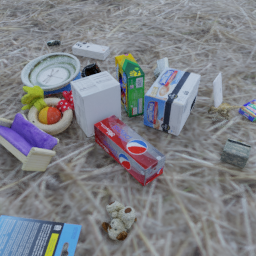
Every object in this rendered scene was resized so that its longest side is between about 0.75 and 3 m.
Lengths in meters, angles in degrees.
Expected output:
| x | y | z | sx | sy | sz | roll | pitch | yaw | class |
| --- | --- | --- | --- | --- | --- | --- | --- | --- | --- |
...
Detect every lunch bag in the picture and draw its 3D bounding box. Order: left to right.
| x | y | z | sx | sy | sz | roll | pitch | yaw | class |
| --- | --- | --- | --- | --- | --- | --- | --- | --- | --- |
| 4.093 | 0.835 | 10.522 | 0.913 | 0.655 | 1.114 | 20 | 41 | 20 | lunch bag |

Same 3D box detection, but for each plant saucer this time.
| x | y | z | sx | sy | sz | roll | pitch | yaw | class |
| --- | --- | --- | --- | --- | --- | --- | --- | --- | --- |
| -3.596 | -2.536 | 13.352 | 2.800 | 0.703 | 2.800 | -4 | 48 | 4 | plant saucer |

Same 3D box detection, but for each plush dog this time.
| x | y | z | sx | sy | sz | roll | pitch | yaw | class |
| --- | --- | --- | --- | --- | --- | --- | --- | --- | --- |
| -0.229 | 2.867 | 8.389 | 1.136 | 0.912 | 0.976 | 6 | 50 | 49 | plush dog |

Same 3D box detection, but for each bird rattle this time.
| x | y | z | sx | sy | sz | roll | pitch | yaw | class |
| --- | --- | --- | --- | --- | --- | --- | --- | --- | --- |
| -3.169 | -0.664 | 11.969 | 2.803 | 1.579 | 2.286 | 9 | 56 | -10 | bird rattle |

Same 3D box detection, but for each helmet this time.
| x | y | z | sx | sy | sz | roll | pitch | yaw | class |
| --- | --- | --- | --- | --- | --- | --- | --- | --- | --- |
| -1.864 | -2.714 | 14.043 | 0.944 | 0.991 | 0.991 | -30 | 44 | 10 | helmet |

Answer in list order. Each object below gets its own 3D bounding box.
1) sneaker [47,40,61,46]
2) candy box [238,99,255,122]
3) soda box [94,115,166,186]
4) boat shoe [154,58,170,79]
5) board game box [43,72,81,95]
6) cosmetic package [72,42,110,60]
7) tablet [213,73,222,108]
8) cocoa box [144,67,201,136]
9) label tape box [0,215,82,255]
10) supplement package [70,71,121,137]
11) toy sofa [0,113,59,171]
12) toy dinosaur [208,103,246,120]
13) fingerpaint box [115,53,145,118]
| x | y | z | sx | sy | sz | roll | pitch | yaw | class |
| --- | --- | --- | --- | --- | --- | --- | --- | --- | --- |
| -4.590 | -5.318 | 17.313 | 0.831 | 0.323 | 0.359 | -8 | 41 | -9 | sneaker |
| 5.583 | -0.788 | 12.435 | 0.975 | 0.375 | 0.824 | -25 | 50 | -22 | candy box |
| -0.024 | 0.743 | 10.386 | 1.035 | 0.937 | 2.956 | -29 | 50 | -29 | soda box |
| 1.748 | -2.846 | 14.467 | 0.790 | 0.774 | 2.218 | -10 | 42 | 16 | boat shoe |
| -3.596 | -2.200 | 13.879 | 2.667 | 0.519 | 2.107 | -10 | 48 | -2 | board game box |
| -2.160 | -4.510 | 16.306 | 2.017 | 0.511 | 0.833 | 14 | 46 | 15 | cosmetic package |
| 4.036 | -1.606 | 12.525 | 0.102 | 1.493 | 0.971 | 11 | 42 | 33 | tablet |
| 1.865 | -1.206 | 11.939 | 1.621 | 1.648 | 2.471 | 19 | 46 | 19 | cocoa box |
| -2.595 | 3.453 | 7.621 | 2.432 | 0.770 | 1.754 | 5 | 43 | 6 | label tape box |
| -1.239 | -0.963 | 11.367 | 1.620 | 2.080 | 1.153 | -22 | 48 | -22 | supplement package |
| -3.913 | 0.385 | 10.267 | 2.668 | 1.105 | 1.302 | 31 | 94 | 28 | toy sofa |
| 4.166 | -0.783 | 11.933 | 1.678 | 0.488 | 0.848 | -3 | 45 | 30 | toy dinosaur |
| 0.060 | -1.850 | 12.274 | 0.784 | 2.136 | 1.782 | -14 | 46 | -13 | fingerpaint box |
